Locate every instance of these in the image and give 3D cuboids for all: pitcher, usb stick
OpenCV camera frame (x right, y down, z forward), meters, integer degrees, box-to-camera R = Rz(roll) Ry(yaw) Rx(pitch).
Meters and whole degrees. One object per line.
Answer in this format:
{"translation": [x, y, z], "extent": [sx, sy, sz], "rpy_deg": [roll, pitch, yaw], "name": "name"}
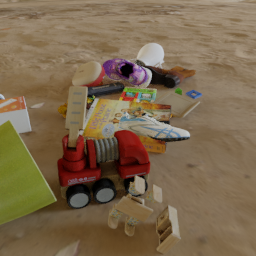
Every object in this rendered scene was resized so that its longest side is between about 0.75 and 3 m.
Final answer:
{"translation": [1.238, -3.445, 14.490], "extent": [1.804, 1.274, 2.102], "rpy_deg": [29, 49, 14], "name": "pitcher"}
{"translation": [-1.246, -1.605, 12.034], "extent": [2.251, 0.367, 0.624], "rpy_deg": [-14, 31, -23], "name": "usb stick"}

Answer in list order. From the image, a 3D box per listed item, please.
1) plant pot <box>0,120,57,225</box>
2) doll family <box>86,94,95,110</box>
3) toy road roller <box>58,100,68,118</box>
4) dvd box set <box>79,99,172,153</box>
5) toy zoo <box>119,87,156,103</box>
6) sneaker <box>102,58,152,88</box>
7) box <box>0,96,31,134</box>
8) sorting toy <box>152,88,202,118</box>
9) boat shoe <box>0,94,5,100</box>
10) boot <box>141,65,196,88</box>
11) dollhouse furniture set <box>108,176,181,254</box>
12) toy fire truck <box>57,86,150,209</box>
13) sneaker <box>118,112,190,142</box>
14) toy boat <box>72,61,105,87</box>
{"translation": [-3.024, 1.248, 5.913], "extent": [2.225, 2.082, 2.082], "rpy_deg": [-30, 40, -20], "name": "plant pot"}
{"translation": [-1.636, -0.979, 10.893], "extent": [0.785, 0.533, 1.359], "rpy_deg": [17, 39, 19], "name": "doll family"}
{"translation": [-2.203, -0.749, 10.197], "extent": [0.575, 0.787, 0.484], "rpy_deg": [3, 22, -42], "name": "toy road roller"}
{"translation": [-0.023, -0.158, 9.203], "extent": [2.760, 0.406, 2.020], "rpy_deg": [6, 42, 10], "name": "dvd box set"}
{"translation": [0.377, -1.140, 11.388], "extent": [1.404, 0.219, 2.140], "rpy_deg": [6, 31, 9], "name": "toy zoo"}
{"translation": [-0.273, -2.666, 12.773], "extent": [2.754, 1.108, 1.217], "rpy_deg": [25, 8, 37], "name": "sneaker"}
{"translation": [-4.297, -0.330, 9.364], "extent": [1.810, 0.882, 1.126], "rpy_deg": [-12, 33, -20], "name": "box"}
{"translation": [1.766, -0.837, 10.669], "extent": [1.503, 0.364, 2.670], "rpy_deg": [24, 41, 31], "name": "sorting toy"}
{"translation": [-5.481, -0.609, 10.078], "extent": [2.076, 0.735, 0.942], "rpy_deg": [-19, 35, -17], "name": "boat shoe"}
{"translation": [1.933, -2.797, 13.667], "extent": [2.157, 0.785, 2.292], "rpy_deg": [19, 35, 29], "name": "boot"}
{"translation": [0.354, 1.812, 5.590], "extent": [1.235, 1.134, 0.804], "rpy_deg": [28, 27, -12], "name": "dollhouse furniture set"}
{"translation": [-0.649, 0.364, 6.656], "extent": [2.143, 2.435, 1.567], "rpy_deg": [-8, 32, -13], "name": "toy fire truck"}
{"translation": [0.733, -0.027, 8.039], "extent": [2.107, 0.764, 0.757], "rpy_deg": [10, -4, 16], "name": "sneaker"}
{"translation": [-1.586, -2.186, 12.432], "extent": [1.771, 1.158, 1.156], "rpy_deg": [3, 65, 53], "name": "toy boat"}
